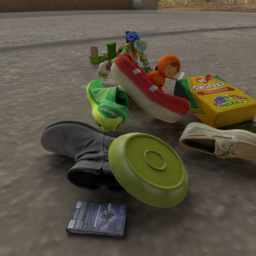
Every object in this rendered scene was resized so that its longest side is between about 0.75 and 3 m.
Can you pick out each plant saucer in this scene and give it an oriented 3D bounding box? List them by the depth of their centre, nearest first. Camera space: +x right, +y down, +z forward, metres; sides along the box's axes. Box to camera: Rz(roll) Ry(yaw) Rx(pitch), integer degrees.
[{"bbox_3d":[0.536,0.777,6.121,1.985,0.308,1.985,20,38,-17],"label":"plant saucer"}]

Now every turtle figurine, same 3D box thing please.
[{"bbox_3d":[0.032,-2.414,11.950,2.014,2.798,2.713,-46,19,-29],"label":"turtle figurine"}]

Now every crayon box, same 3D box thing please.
[{"bbox_3d":[2.996,-0.853,9.352,1.751,0.701,2.758,-13,40,-23],"label":"crayon box"}]

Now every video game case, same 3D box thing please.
[{"bbox_3d":[-0.577,1.746,5.483,1.086,0.103,0.776,4,28,5],"label":"video game case"}]

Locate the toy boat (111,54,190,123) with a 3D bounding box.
[{"bbox_3d":[0.942,-1.531,8.935,2.812,1.838,1.835,47,14,14],"label":"toy boat"}]

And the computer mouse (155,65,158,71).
[{"bbox_3d":[1.062,-1.814,11.368,0.854,0.496,2.914,5,40,28],"label":"computer mouse"}]

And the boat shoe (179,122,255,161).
[{"bbox_3d":[2.469,0.470,7.235,2.268,0.818,0.737,16,45,27],"label":"boat shoe"}]

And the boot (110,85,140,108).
[{"bbox_3d":[0.159,-1.343,10.804,1.764,0.642,1.371,17,30,33],"label":"boot"}]

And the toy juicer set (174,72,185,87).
[{"bbox_3d":[2.629,-1.522,11.323,1.286,0.550,2.021,-38,48,-26],"label":"toy juicer set"}]

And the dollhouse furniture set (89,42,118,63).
[{"bbox_3d":[-1.174,-4.567,16.348,1.435,1.099,2.190,10,30,19],"label":"dollhouse furniture set"}]

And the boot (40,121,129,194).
[{"bbox_3d":[-1.116,0.644,6.672,2.694,0.940,1.774,3,28,10],"label":"boot"}]

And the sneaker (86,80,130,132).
[{"bbox_3d":[-0.562,-0.784,8.763,1.168,1.035,2.795,-28,36,2],"label":"sneaker"}]
